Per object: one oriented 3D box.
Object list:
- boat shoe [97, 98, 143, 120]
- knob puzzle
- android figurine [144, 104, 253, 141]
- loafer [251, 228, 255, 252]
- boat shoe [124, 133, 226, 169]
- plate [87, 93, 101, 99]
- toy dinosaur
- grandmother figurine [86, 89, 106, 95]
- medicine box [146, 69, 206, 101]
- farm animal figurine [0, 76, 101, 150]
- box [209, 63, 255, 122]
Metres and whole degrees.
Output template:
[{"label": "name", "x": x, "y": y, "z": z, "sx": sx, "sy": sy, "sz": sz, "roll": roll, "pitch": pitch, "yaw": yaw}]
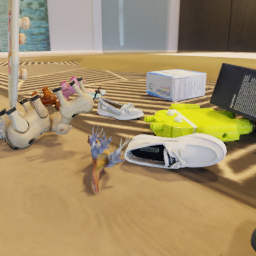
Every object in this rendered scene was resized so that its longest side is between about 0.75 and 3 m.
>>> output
[{"label": "boat shoe", "x": -0.304, "y": -0.666, "z": 9.634, "sx": 1.793, "sy": 0.575, "sz": 0.661, "roll": 13, "pitch": 22, "yaw": 33}, {"label": "knob puzzle", "x": -2.905, "y": -1.834, "z": 7.408, "sx": 0.452, "sy": 3.260, "sz": 3.260, "roll": 0, "pitch": 17, "yaw": -25}, {"label": "android figurine", "x": 1.964, "y": -0.162, "z": 8.180, "sx": 2.915, "sy": 0.599, "sz": 2.653, "roll": -1, "pitch": 19, "yaw": -9}, {"label": "loafer", "x": 1.820, "y": 1.468, "z": 3.259, "sx": 0.744, "sy": 0.720, "sz": 2.120, "roll": 5, "pitch": 14, "yaw": 29}, {"label": "boat shoe", "x": 0.935, "y": 0.530, "z": 5.906, "sx": 2.116, "sy": 0.761, "sz": 0.695, "roll": 6, "pitch": 24, "yaw": 20}, {"label": "plate", "x": -1.695, "y": -1.401, "z": 12.508, "sx": 0.982, "sy": 0.126, "sz": 0.982, "roll": 0, "pitch": 20, "yaw": 0}, {"label": "toy dinosaur", "x": -0.682, "y": 0.525, "z": 5.974, "sx": 1.664, "sy": 0.874, "sz": 1.510, "roll": -52, "pitch": 10, "yaw": -28}, {"label": "grandmother figurine", "x": -1.525, "y": -1.669, "z": 13.040, "sx": 0.974, "sy": 0.295, "sz": 0.591, "roll": 2, "pitch": 17, "yaw": 9}, {"label": "medicine box", "x": 2.189, "y": -2.028, "z": 12.890, "sx": 2.056, "sy": 1.058, "sz": 1.873, "roll": -12, "pitch": 22, "yaw": -32}, {"label": "farm animal figurine", "x": -2.156, "y": -0.265, "z": 7.392, "sx": 2.515, "sy": 1.326, "sz": 2.543, "roll": -34, "pitch": 20, "yaw": -29}, {"label": "box", "x": 4.168, "y": -0.923, "z": 8.286, "sx": 2.295, "sy": 1.370, "sz": 2.333, "roll": 2, "pitch": 19, "yaw": -36}]
